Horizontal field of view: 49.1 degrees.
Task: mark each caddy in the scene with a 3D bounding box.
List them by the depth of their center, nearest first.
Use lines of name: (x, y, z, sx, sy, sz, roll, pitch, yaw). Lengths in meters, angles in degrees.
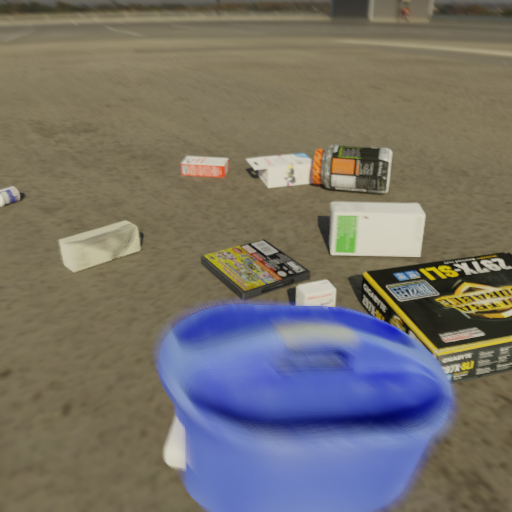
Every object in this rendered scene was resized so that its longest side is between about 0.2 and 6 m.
caddy: (0.503, 1.441, 6.059, 3.142, 1.649, 2.221, 2, 27, -16)

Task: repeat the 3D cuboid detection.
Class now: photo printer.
photo printer: (-0.453, 2.103, 6.579, 1.064, 0.370, 0.885, 4, 28, 4)

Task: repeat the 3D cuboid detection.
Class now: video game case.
video game case: (-0.038, 0.218, 10.434, 1.440, 0.203, 1.594, -16, 32, -28)

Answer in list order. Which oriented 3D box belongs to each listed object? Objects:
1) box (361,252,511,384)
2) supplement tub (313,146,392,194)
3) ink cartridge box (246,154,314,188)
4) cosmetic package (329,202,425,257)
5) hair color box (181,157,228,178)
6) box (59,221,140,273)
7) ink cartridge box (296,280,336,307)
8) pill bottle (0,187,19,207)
box: (3.374, 0.850, 8.694, 2.829, 0.698, 2.259, -7, 27, -13)
supplement tub: (2.407, -2.175, 14.055, 1.862, 1.141, 1.141, 7, 28, 13)
ink cartridge box: (0.638, -2.245, 14.803, 1.672, 0.567, 0.962, -7, 28, -13)
cosmetic package: (2.345, -0.532, 11.053, 1.746, 0.939, 0.741, 1, 22, 4)
hair color box: (-1.403, -2.446, 15.413, 1.191, 0.381, 0.661, 5, 28, 7)
box: (-2.998, -0.202, 10.823, 1.419, 0.583, 0.485, -23, 32, -34)
ink cartridge box: (0.916, 0.804, 8.687, 0.545, 0.753, 0.316, -10, 29, -18)
pill bottle: (-6.032, -1.388, 13.351, 0.384, 0.384, 0.642, 21, 34, 34)
